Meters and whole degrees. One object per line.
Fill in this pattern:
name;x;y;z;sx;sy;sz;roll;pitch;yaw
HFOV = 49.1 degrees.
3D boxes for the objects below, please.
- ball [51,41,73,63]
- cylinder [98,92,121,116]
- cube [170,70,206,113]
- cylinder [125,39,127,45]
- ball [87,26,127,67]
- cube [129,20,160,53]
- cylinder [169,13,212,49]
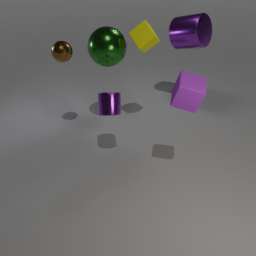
ball;-2.190;-2.536;9.310;0.700;0.700;0.700;0;29;0
cylinder;-0.572;-0.745;8.699;0.700;0.700;0.700;-1;5;0
cube;1.562;-0.940;7.265;0.700;0.700;0.700;17;47;-2
cylinder;-0.414;-3.261;11.143;0.700;0.700;0.700;-4;7;-7
ball;-0.750;-2.911;10.056;1.400;1.400;1.400;0;29;0
cube;0.575;-3.162;9.735;0.700;0.700;0.700;-33;-8;18
cylinder;2.739;-4.205;12.264;1.400;1.400;1.400;10;29;41
